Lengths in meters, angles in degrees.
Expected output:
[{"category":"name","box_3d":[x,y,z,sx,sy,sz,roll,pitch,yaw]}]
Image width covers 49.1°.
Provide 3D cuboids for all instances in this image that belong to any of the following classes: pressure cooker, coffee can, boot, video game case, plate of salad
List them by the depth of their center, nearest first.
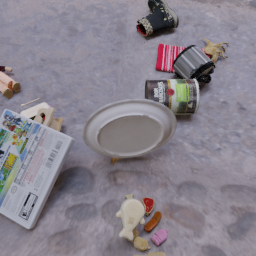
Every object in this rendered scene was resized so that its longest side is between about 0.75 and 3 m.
[{"category":"plate of salad","box_3d":[0.043,0.021,8.722,2.921,2.921,0.702,-5,53,-4]},{"category":"video game case","box_3d":[-3.410,1.173,8.731,2.673,0.323,2.933,22,83,17]},{"category":"coffee can","box_3d":[1.596,-1.161,10.527,1.843,1.349,1.349,-2,54,-2]},{"category":"pressure cooker","box_3d":[2.728,-2.390,11.344,1.371,1.393,1.559,-34,74,-18]},{"category":"boot","box_3d":[1.150,-5.620,14.050,1.877,0.897,2.485,-24,58,-14]}]

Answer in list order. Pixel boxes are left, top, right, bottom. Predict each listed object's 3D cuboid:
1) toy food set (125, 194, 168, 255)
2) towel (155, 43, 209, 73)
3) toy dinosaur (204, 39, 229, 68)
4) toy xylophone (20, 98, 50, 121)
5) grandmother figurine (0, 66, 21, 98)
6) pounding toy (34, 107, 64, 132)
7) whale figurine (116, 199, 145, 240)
[{"category":"toy food set","box_3d":[0.542,2.889,8.282,1.262,0.313,1.985,-1,47,-1]},{"category":"towel","box_3d":[2.470,-3.096,12.607,2.385,0.268,1.725,8,56,6]},{"category":"toy dinosaur","box_3d":[3.985,-3.670,12.814,1.074,0.618,2.124,-4,54,-1]},{"category":"toy xylophone","box_3d":[-3.579,-0.646,10.794,1.284,0.322,0.940,-19,56,-13]},{"category":"grandmother figurine","box_3d":[-5.488,-2.177,11.711,2.318,0.702,1.406,34,52,19]},{"category":"pounding toy","box_3d":[-2.965,0.444,9.863,1.295,1.299,2.264,-17,40,22]},{"category":"whale figurine","box_3d":[0.041,2.478,7.659,0.838,0.546,1.053,17,70,-10]}]
